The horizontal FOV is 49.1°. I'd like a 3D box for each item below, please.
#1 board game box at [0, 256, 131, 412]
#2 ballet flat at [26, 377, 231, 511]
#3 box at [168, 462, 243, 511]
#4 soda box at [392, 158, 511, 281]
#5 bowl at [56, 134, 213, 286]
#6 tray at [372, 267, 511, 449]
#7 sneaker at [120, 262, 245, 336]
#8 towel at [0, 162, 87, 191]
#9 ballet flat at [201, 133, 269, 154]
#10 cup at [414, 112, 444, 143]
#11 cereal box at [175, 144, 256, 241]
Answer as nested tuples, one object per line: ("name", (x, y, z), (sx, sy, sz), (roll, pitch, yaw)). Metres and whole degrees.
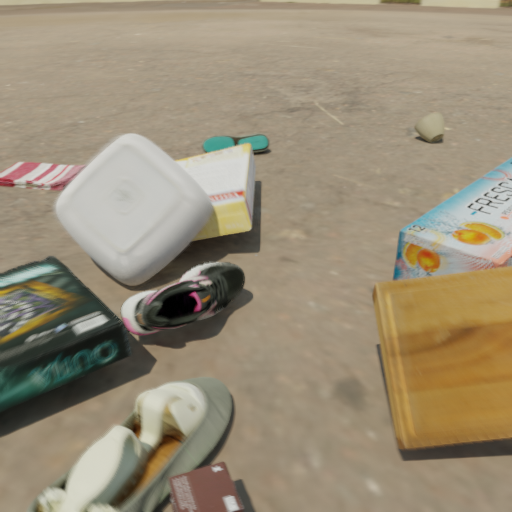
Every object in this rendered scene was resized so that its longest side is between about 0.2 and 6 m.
("board game box", (-3.635, 1.131, 6.263), (3.734, 0.526, 2.526), (-20, 28, -29))
("ballet flat", (-1.018, 1.774, 5.256), (0.901, 0.851, 2.673), (11, 31, 24))
("box", (-0.424, 2.202, 4.742), (0.509, 0.620, 0.514), (-10, 30, -17))
("soda box", (3.687, -0.284, 8.465), (1.422, 1.321, 4.157), (24, 36, 36))
("bowl", (-1.857, -0.761, 8.278), (1.947, 0.727, 1.944), (43, 83, 10))
("tray", (2.928, 0.893, 5.520), (3.269, 0.605, 1.612), (-8, 70, 6))
("sneaker", (-0.774, 0.579, 7.221), (1.784, 0.717, 0.770), (-27, 11, -37))
("towel", (-4.778, -1.804, 12.351), (1.772, 0.202, 1.276), (5, 29, 10))
("ballet flat", (-0.527, -2.649, 13.656), (1.713, 0.577, 0.546), (-8, 3, -16))
("cup", (4.562, -3.260, 14.502), (0.760, 0.760, 0.543), (-12, 68, -21))
("cereal box", (-1.150, -1.130, 10.208), (2.219, 0.610, 3.085), (-11, 27, 8))
